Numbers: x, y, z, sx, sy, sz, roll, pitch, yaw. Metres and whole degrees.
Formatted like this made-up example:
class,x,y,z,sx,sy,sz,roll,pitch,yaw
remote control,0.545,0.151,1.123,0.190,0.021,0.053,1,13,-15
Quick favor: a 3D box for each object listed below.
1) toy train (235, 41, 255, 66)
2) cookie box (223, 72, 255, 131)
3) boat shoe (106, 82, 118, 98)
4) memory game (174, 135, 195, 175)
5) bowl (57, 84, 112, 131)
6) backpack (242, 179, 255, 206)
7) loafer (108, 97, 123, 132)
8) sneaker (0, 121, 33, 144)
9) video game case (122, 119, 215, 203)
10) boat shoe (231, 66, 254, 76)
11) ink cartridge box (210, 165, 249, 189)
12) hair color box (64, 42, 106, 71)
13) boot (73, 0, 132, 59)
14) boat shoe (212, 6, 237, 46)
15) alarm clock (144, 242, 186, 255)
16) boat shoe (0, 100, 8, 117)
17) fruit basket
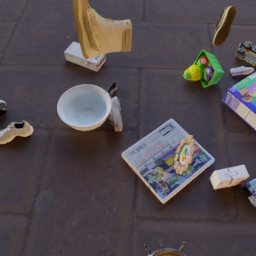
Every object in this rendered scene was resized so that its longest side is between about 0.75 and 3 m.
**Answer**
class,x,y,z,sx,sy,sz,roll,pitch,yaw
toy train,6.126,-3.625,13.896,1.573,0.670,0.897,38,78,18
cookie box,5.733,-1.107,12.137,2.004,0.880,2.343,-31,64,-20
boat shoe,-0.812,-1.708,12.867,0.344,0.293,1.028,25,61,15
memory game,1.382,0.658,6.910,0.065,1.023,1.023,18,58,-12
bowl,-1.772,-0.700,11.829,2.211,0.994,2.211,0,59,0
backpack,4.763,2.356,10.154,0.859,0.633,0.941,-20,62,-13
loafer,-0.605,-0.552,12.033,0.574,0.656,1.824,-15,52,11
sneaker,-4.818,0.089,11.477,1.658,0.763,0.628,-20,60,-12
video game case,1.574,1.181,11.073,2.742,0.315,2.499,-33,64,-20
boat shoe,5.495,-2.798,13.515,1.085,0.390,0.356,-11,63,3
ink cartridge box,3.727,1.831,10.353,1.138,0.834,0.471,-10,59,-6
hair color box,-2.118,-3.550,13.860,1.813,0.550,0.898,23,61,14
boot,-0.900,-3.956,10.284,1.981,2.549,0.928,-13,17,-14
boat shoe,3.283,-3.527,9.710,0.482,1.349,0.443,7,27,-23
alarm clock,1.201,4.727,8.379,1.607,0.793,2.382,0,67,-7
boat shoe,-6.130,-0.553,11.909,1.960,0.699,0.590,-27,58,-18
fruit basket,3.434,-2.724,13.091,1.666,1.202,1.666,10,52,-14
